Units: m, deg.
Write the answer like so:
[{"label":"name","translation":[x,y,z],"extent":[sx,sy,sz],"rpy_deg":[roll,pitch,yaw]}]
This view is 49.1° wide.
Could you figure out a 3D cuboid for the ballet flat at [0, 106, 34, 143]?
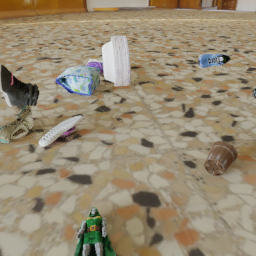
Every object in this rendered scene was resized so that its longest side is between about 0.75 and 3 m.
[{"label":"ballet flat","translation":[-4.229,-0.077,11.003],"extent":[0.812,0.732,2.157],"rpy_deg":[27,38,1]}]

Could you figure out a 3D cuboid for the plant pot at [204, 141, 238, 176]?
[{"label":"plant pot","translation":[2.888,1.002,8.882],"extent":[0.882,0.882,0.874],"rpy_deg":[20,42,30]}]

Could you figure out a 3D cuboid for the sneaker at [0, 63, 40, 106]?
[{"label":"sneaker","translation":[-3.350,-1.317,8.677],"extent":[1.071,2.159,0.763],"rpy_deg":[-1,68,-8]}]

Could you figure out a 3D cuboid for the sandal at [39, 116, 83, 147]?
[{"label":"sandal","translation":[-2.506,0.164,10.712],"extent":[1.985,0.488,0.808],"rpy_deg":[-37,30,-29]}]

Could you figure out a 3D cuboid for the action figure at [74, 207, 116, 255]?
[{"label":"action figure","translation":[-0.799,2.578,6.455],"extent":[1.150,0.532,1.947],"rpy_deg":[-5,27,-3]}]

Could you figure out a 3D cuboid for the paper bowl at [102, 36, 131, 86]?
[{"label":"paper bowl","translation":[-0.425,-2.300,9.733],"extent":[0.883,1.698,1.698],"rpy_deg":[-5,30,-3]}]

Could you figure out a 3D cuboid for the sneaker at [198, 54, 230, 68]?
[{"label":"sneaker","translation":[3.126,-2.484,10.132],"extent":[1.329,0.522,0.593],"rpy_deg":[-13,9,-22]}]

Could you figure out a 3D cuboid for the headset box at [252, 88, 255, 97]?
[{"label":"headset box","translation":[6.761,-1.700,14.017],"extent":[0.664,0.354,0.763],"rpy_deg":[-4,30,-7]}]

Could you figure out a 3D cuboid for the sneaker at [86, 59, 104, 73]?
[{"label":"sneaker","translation":[-1.467,-3.649,17.165],"extent":[2.359,0.951,0.984],"rpy_deg":[0,44,17]}]

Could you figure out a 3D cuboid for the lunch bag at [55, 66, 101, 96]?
[{"label":"lunch bag","translation":[-2.573,-2.572,14.661],"extent":[1.946,1.240,1.654],"rpy_deg":[14,31,5]}]
